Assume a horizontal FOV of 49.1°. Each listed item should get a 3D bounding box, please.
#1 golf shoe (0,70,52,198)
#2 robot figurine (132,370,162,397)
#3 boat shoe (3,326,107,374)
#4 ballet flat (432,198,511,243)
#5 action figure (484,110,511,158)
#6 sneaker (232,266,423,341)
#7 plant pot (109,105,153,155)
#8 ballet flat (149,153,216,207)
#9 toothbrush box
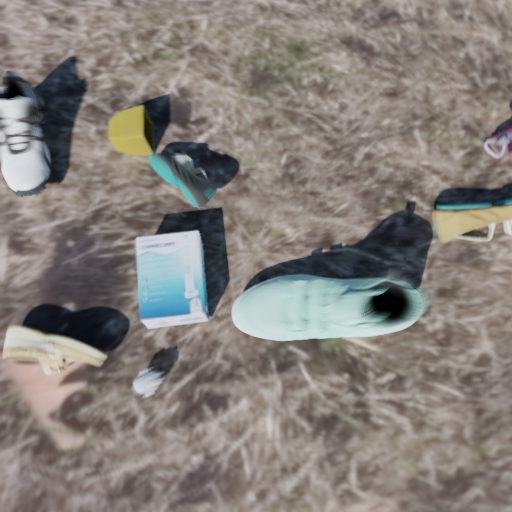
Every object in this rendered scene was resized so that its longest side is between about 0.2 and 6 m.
[{"bbox_3d":[-4.750,-2.430,11.081,1.012,1.230,2.603,-13,71,-5],"label":"golf shoe"},{"bbox_3d":[-1.906,2.210,9.737,0.526,0.297,0.446,-24,68,15],"label":"robot figurine"},{"bbox_3d":[-3.604,1.776,9.972,1.934,0.713,0.669,10,71,14],"label":"boat shoe"},{"bbox_3d":[4.697,-0.730,10.978,2.518,0.864,0.794,-7,97,0],"label":"ballet flat"},{"bbox_3d":[5.544,-2.630,11.777,0.912,1.014,1.361,41,52,-15],"label":"action figure"},{"bbox_3d":[1.155,0.794,9.541,3.295,1.944,1.213,-3,80,3],"label":"sneaker"},{"bbox_3d":[-2.612,-2.548,11.602,0.785,0.767,0.762,-7,69,4],"label":"plant pot"},{"bbox_3d":[-1.407,-1.578,11.061,0.630,0.627,1.843,-35,55,-18],"label":"ballet flat"},{"bbox_3d":[-1.546,0.437,10.362,1.184,0.690,1.617,-8,70,-2],"label":"toothbrush box"}]
